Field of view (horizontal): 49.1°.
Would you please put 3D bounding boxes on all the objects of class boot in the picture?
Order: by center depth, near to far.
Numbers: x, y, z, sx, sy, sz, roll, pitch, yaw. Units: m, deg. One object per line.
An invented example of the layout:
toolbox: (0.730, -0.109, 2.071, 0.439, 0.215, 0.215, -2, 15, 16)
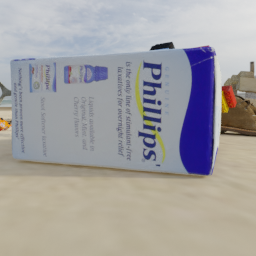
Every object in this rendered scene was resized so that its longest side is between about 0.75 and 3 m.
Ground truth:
boot: (2.747, -0.312, 6.467, 2.519, 0.950, 0.927, 4, 4, 29)

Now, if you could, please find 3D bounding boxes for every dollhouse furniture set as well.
dollhouse furniture set: (4.310, -0.858, 9.459, 1.684, 1.966, 2.067, 5, -10, 5)

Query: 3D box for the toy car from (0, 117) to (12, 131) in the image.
toy car: (-3.617, 0.013, 7.540, 0.896, 0.439, 0.298, -16, 45, 15)

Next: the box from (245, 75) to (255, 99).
box: (5.241, -0.977, 9.706, 1.507, 1.760, 1.751, -4, 7, -26)

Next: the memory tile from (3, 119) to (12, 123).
memory tile: (-4.593, -0.281, 11.286, 1.797, 0.151, 1.377, 0, 4, -12)

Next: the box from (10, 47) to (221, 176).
box: (0.045, -0.241, 3.724, 2.256, 1.183, 2.074, 2, 5, 19)

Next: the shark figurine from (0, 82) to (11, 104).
shark figurine: (-5.130, -0.597, 9.988, 2.386, 1.426, 0.996, -26, 57, -22)

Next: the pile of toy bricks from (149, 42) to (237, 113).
pile of toy bricks: (0.377, -0.492, 5.399, 2.875, 1.419, 1.595, 2, -39, 40)
